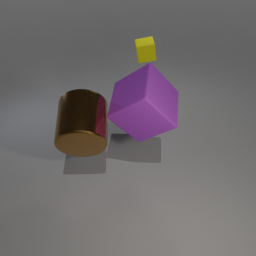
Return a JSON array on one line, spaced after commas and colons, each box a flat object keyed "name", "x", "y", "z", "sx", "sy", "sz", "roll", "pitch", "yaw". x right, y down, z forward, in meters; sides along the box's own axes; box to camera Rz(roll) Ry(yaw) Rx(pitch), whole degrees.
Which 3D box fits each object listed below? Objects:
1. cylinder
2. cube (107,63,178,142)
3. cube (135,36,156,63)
[{"name": "cylinder", "x": -1.265, "y": -0.116, "z": 7.749, "sx": 1.400, "sy": 1.400, "sz": 1.400, "roll": -1, "pitch": 58, "yaw": -2}, {"name": "cube", "x": 0.467, "y": -0.682, "z": 7.989, "sx": 1.400, "sy": 1.400, "sz": 1.400, "roll": -23, "pitch": 42, "yaw": 36}, {"name": "cube", "x": 0.684, "y": -3.041, "z": 10.909, "sx": 0.700, "sy": 0.700, "sz": 0.700, "roll": -10, "pitch": 41, "yaw": 4}]
